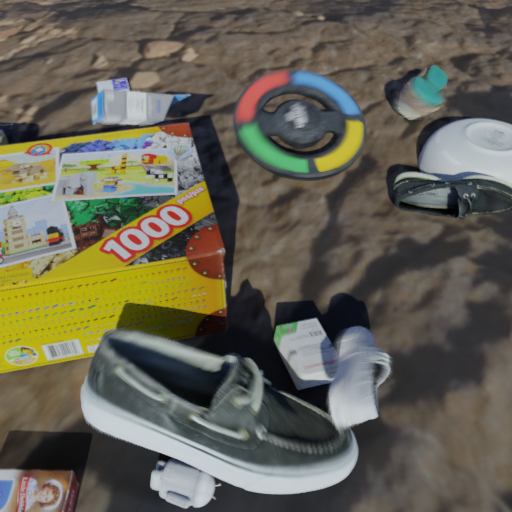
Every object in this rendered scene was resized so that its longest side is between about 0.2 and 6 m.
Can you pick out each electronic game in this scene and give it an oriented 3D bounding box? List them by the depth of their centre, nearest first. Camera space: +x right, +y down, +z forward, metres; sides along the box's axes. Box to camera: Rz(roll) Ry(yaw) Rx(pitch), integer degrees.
[{"bbox_3d":[0.832,-2.513,10.602,2.545,0.530,2.545,3,64,-6],"label":"electronic game"}]

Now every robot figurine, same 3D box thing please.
[{"bbox_3d":[-0.764,2.458,6.058,0.733,0.414,0.622,12,26,7],"label":"robot figurine"}]

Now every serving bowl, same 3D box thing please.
[{"bbox_3d":[4.236,-1.874,10.271,2.332,0.767,2.332,0,44,0],"label":"serving bowl"}]

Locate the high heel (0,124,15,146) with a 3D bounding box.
[{"bbox_3d":[-5.386,-1.964,10.238,1.628,0.815,2.284,-5,28,-14],"label":"high heel"}]

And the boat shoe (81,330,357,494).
[{"bbox_3d":[-0.346,1.640,6.059,3.160,1.121,1.139,14,29,-3],"label":"boat shoe"}]

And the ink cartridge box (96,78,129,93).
[{"bbox_3d":[-3.228,-3.766,12.644,0.686,0.150,0.693,-11,43,-11],"label":"ink cartridge box"}]

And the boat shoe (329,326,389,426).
[{"bbox_3d":[1.274,1.336,6.560,0.573,0.602,1.672,-9,14,22],"label":"boat shoe"}]

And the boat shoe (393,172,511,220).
[{"bbox_3d":[3.283,-0.919,9.293,2.044,0.764,0.678,13,47,15],"label":"boat shoe"}]

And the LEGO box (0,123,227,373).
[{"bbox_3d":[-2.706,-0.201,7.930,4.154,1.603,3.094,-10,45,-10],"label":"LEGO box"}]

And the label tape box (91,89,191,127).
[{"bbox_3d":[-1.739,-2.203,8.455,1.301,0.412,0.938,-3,8,-25],"label":"label tape box"}]

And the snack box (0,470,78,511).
[{"bbox_3d":[-2.497,3.427,5.110,1.044,0.353,2.905,0,44,0],"label":"snack box"}]

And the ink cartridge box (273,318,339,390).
[{"bbox_3d":[0.665,1.267,7.281,0.609,0.351,0.834,-7,44,-20],"label":"ink cartridge box"}]

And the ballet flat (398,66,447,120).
[{"bbox_3d":[3.374,-3.246,11.522,0.826,0.816,2.425,47,38,1],"label":"ballet flat"}]
